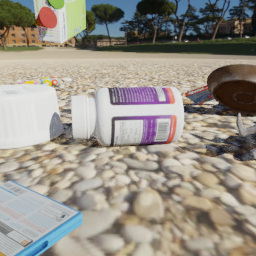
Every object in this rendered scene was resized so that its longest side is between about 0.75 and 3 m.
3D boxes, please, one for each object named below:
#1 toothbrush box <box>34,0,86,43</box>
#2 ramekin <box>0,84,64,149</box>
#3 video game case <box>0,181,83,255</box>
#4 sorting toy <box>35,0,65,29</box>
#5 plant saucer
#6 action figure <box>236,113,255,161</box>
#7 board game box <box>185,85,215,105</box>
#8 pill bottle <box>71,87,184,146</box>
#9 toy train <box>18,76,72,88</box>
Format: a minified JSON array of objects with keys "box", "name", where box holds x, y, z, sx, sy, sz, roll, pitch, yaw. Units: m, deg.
[{"box":[-1.762,-3.117,7.515,0.704,1.190,1.634,11,35,10],"name":"toothbrush box"},{"box":[-2.956,-0.417,7.276,2.446,1.192,2.446,0,17,0],"name":"ramekin"},{"box":[-1.876,1.320,3.239,1.606,0.200,2.244,12,20,33],"name":"video game case"},{"box":[-1.738,-2.705,6.128,0.471,1.369,0.475,-5,-27,37],"name":"sorting toy"},{"box":[3.698,-1.073,8.750,2.563,0.411,2.563,19,-18,6],"name":"plant saucer"},{"box":[3.632,0.225,5.910,2.506,1.355,2.591,8,-9,4],"name":"action figure"},{"box":[3.207,-1.339,9.998,2.061,0.200,1.061,-16,-24,36],"name":"board game box"},{"box":[-0.061,-0.273,6.510,2.421,1.349,1.349,-2,17,-9],"name":"pill bottle"},{"box":[-3.847,-1.813,12.890,1.916,0.709,2.551,11,23,29],"name":"toy train"}]
